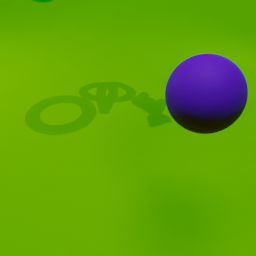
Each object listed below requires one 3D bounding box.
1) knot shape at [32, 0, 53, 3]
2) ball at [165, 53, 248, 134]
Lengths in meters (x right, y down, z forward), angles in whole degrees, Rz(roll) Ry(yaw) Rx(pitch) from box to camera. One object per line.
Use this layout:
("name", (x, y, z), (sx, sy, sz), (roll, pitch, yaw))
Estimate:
("knot shape", (-1.949, -3.910, 6.733), (0.784, 1.698, 1.589), (26, 88, -5))
("ball", (0.789, -0.345, 2.875), (0.813, 0.813, 0.813), (0, 42, 0))
